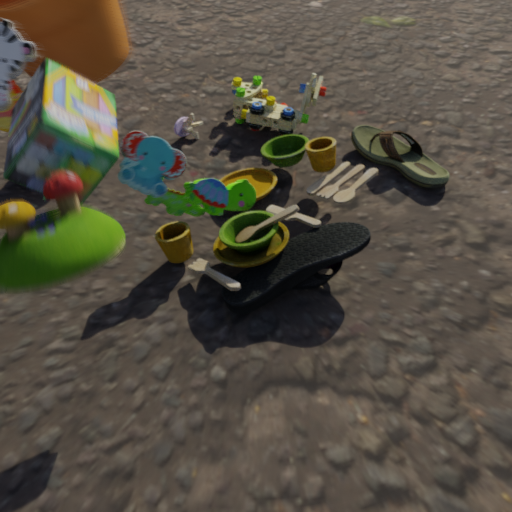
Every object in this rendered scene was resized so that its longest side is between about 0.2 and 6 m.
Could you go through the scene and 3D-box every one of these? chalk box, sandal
[{"bbox_3d":[-2.300,-1.331,6.672,0.984,0.989,1.590,22,42,-39],"label":"chalk box"},{"bbox_3d":[3.172,-2.321,12.174,0.987,0.709,2.485,-31,52,-29],"label":"sandal"},{"bbox_3d":[0.710,0.233,9.615,2.751,0.658,1.034,-27,38,-7],"label":"sandal"}]

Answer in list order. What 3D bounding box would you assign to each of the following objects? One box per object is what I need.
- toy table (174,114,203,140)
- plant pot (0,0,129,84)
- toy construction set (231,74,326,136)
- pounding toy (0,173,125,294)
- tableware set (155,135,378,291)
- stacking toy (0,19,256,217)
[{"bbox_3d":[-1.560,-3.004,13.049,0.384,0.603,0.656,7,44,32],"label":"toy table"},{"bbox_3d":[-3.345,-3.998,9.621,2.499,1.749,2.499,-12,45,13],"label":"plant pot"},{"bbox_3d":[0.455,-3.649,13.394,2.415,1.113,1.584,2,42,19],"label":"toy construction set"},{"bbox_3d":[-2.383,-0.317,5.898,1.865,0.866,1.440,-5,26,18],"label":"pounding toy"},{"bbox_3d":[0.029,-1.177,10.617,2.916,0.664,4.329,24,51,41],"label":"tableware set"},{"bbox_3d":[-2.154,-1.652,8.037,4.093,0.962,3.086,25,-5,-20],"label":"stacking toy"}]
